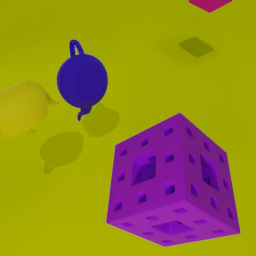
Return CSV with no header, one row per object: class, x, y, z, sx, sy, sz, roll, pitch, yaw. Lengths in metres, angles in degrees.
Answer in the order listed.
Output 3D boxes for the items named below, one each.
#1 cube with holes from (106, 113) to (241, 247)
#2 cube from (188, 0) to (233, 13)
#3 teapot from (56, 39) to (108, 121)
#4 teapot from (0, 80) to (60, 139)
cube with holes,0.595,0.774,3.813,1.185,1.185,1.185,-28,41,35
cube,2.627,-4.448,8.794,1.024,1.024,1.024,-32,53,-15
teapot,-1.056,-0.979,6.182,1.167,1.877,0.919,-19,24,-35
teapot,-1.939,-0.303,5.082,1.194,0.940,1.920,-12,23,32
